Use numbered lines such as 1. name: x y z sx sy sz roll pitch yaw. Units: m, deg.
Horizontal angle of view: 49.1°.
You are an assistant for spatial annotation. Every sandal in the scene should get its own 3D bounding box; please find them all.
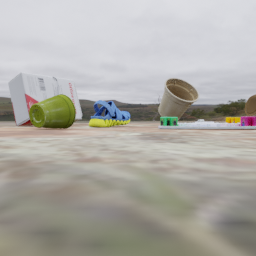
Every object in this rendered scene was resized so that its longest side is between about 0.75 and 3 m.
1. sandal: -0.577 -0.531 10.092 0.849 0.930 2.137 2 5 28

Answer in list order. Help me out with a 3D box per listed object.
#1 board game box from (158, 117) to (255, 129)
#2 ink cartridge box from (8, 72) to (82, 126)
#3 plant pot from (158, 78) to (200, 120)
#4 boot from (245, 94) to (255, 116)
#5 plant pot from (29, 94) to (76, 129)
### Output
1. board game box: 2.369 -0.175 8.689 2.690 0.348 2.690 1 1 10
2. ink cartridge box: -3.324 -1.085 11.488 1.061 1.879 2.560 -21 -12 36
3. plant pot: 2.128 -1.174 12.595 1.630 1.492 1.630 13 43 -12
4. boot: 3.416 -0.632 7.152 0.405 1.098 0.850 31 -5 38
5. plant pot: -2.091 -0.390 7.540 0.982 0.982 0.945 1 10 32
